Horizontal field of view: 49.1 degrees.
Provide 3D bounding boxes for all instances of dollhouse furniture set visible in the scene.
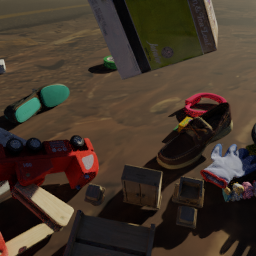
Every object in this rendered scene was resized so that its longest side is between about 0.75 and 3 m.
[{"bbox_3d":[0.134,1.913,4.570,1.940,1.110,2.274,9,57,11],"label":"dollhouse furniture set"}]

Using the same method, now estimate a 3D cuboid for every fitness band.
[{"bbox_3d":[2.535,-0.739,9.182,1.116,0.291,1.554,29,42,36],"label":"fitness band"}]

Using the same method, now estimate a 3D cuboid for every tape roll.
[{"bbox_3d":[-0.520,-3.127,13.220,1.265,0.304,1.265,-1,30,0],"label":"tape roll"}]

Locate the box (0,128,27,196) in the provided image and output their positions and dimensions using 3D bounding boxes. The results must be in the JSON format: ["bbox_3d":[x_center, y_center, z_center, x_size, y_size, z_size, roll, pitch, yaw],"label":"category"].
[{"bbox_3d":[-2.953,0.724,6.064,1.305,0.857,1.312,20,36,30],"label":"box"}]

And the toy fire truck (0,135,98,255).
[{"bbox_3d":[-1.613,1.169,4.988,2.878,0.701,2.029,-2,52,-42],"label":"toy fire truck"}]

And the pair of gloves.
[{"bbox_3d":[2.711,1.070,5.808,2.322,0.265,1.867,31,36,29],"label":"pair of gloves"}]

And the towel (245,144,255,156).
[{"bbox_3d":[4.349,0.379,7.270,2.716,0.245,1.169,-18,34,-28],"label":"towel"}]

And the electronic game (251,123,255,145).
[{"bbox_3d":[4.309,0.435,6.520,2.726,0.567,2.726,4,31,-3],"label":"electronic game"}]

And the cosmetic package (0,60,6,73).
[{"bbox_3d":[-6.259,-2.566,12.114,1.734,0.439,0.716,-11,32,-19],"label":"cosmetic package"}]

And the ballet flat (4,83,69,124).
[{"bbox_3d":[-2.946,-0.892,8.958,0.801,0.796,2.342,9,30,33],"label":"ballet flat"}]

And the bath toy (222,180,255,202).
[{"bbox_3d":[2.337,1.235,5.625,0.886,0.385,0.327,-4,57,-13],"label":"bath toy"}]

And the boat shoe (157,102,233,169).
[{"bbox_3d":[1.683,0.090,6.877,2.447,0.881,0.883,-28,43,-22],"label":"boat shoe"}]

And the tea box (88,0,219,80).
[{"bbox_3d":[0.702,-3.104,7.253,2.663,2.707,1.809,-11,28,26],"label":"tea box"}]

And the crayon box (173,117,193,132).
[{"bbox_3d":[1.830,-0.023,7.951,0.937,0.242,0.589,18,36,29],"label":"crayon box"}]
